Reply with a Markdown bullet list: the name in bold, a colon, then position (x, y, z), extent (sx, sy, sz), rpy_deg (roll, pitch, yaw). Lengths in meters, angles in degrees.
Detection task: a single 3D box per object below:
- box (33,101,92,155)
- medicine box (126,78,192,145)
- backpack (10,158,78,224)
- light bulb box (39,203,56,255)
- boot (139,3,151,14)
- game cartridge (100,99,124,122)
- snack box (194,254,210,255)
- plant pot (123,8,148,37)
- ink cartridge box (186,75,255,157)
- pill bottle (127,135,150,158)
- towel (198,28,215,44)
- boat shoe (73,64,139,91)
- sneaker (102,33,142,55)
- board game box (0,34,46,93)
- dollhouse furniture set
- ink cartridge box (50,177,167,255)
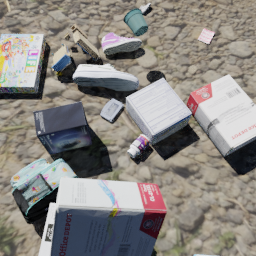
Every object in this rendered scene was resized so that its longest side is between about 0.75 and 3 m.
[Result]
- **box**: position (-2.345, 0.041, 10.373), extent (1.745, 1.759, 1.084), rpy_deg (-14, 64, -6)
- **medicine box**: position (1.168, -0.660, 11.125), extent (1.798, 1.016, 1.974), rpy_deg (-29, 68, -13)
- **backpack**: position (-2.774, 1.949, 9.402), extent (2.058, 1.809, 1.577), rpy_deg (-28, 68, -26)
- **light bulb box**: position (-1.199, 3.852, 8.593), extent (2.630, 1.641, 2.606), rpy_deg (4, 64, 3)
- **boot**: position (0.831, -6.125, 14.184), extent (0.360, 0.277, 0.753), rpy_deg (34, 69, 8)
- **game cartridge**: position (-0.690, -0.752, 11.648), extent (0.641, 0.200, 0.962), rpy_deg (29, 68, 18)
- **snack box**: position (3.346, 4.827, 8.782), extent (2.454, 0.455, 1.426), rpy_deg (4, 64, 2)
- **plant pot**: position (0.363, -4.118, 11.064), extent (0.819, 0.819, 0.802), rpy_deg (-26, 77, -12)
- **ink cartridge box**: position (3.866, -0.493, 10.995), extent (1.950, 1.101, 2.657), rpy_deg (-26, 67, -12)
- **pill bottle**: position (0.398, 0.718, 10.750), extent (0.498, 0.498, 0.894), rpy_deg (39, 70, 17)
- **towel**: position (3.769, -4.411, 13.447), extent (0.590, 0.121, 0.807), rpy_deg (26, 67, 13)
- **boat shoe**: position (-0.907, -2.297, 11.897), extent (2.860, 1.052, 0.955), rpy_deg (8, 65, 5)
- **sneaker**: position (-0.323, -4.087, 13.007), extent (1.834, 0.665, 1.046), rpy_deg (-9, 61, -4)
- **board game box**: position (-4.874, -2.922, 12.502), extent (1.974, 0.502, 2.936), rpy_deg (0, 64, 0)
- **dollhouse furniture set**: position (-2.519, -3.323, 12.765), extent (1.934, 1.262, 1.826), rpy_deg (-38, 42, 16)
- **ink cartridge box**: position (-0.493, 2.056, 6.248), extent (2.260, 1.647, 0.936), rpy_deg (7, 28, -13)
